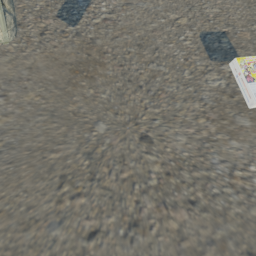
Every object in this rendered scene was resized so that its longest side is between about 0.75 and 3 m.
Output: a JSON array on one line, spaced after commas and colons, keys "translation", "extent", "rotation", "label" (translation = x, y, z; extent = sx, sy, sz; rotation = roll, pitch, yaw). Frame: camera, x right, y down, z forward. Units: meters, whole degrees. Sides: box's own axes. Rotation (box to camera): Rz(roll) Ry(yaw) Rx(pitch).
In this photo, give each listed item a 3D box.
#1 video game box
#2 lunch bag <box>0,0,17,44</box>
[{"translation": [2.835, -1.005, 5.896], "extent": [1.182, 0.277, 1.077], "rotation": [-10, 74, -22], "label": "video game box"}, {"translation": [-3.090, -2.828, 6.464], "extent": [0.995, 1.427, 1.197], "rotation": [-22, 55, -27], "label": "lunch bag"}]
